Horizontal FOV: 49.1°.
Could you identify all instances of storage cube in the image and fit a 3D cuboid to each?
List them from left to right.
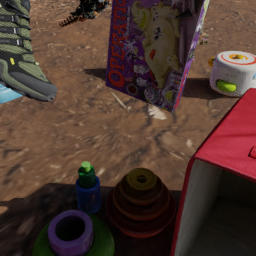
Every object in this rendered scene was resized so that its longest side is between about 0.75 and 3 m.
[{"bbox_3d":[2.310,1.201,3.933,2.475,2.896,2.603,21,34,27],"label":"storage cube"}]

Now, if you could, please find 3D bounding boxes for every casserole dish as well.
[{"bbox_3d":[-4.076,-1.407,9.732,1.120,0.359,1.850,27,42,32],"label":"casserole dish"}]

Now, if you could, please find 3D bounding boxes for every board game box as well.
[{"bbox_3d":[0.327,-1.273,3.802,1.218,2.030,0.328,27,43,21],"label":"board game box"}]

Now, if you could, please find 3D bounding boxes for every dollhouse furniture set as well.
[{"bbox_3d":[3.420,-4.790,13.835,1.087,1.152,0.751,-3,36,-5],"label":"dollhouse furniture set"}]

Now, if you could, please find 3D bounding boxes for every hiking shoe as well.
[{"bbox_3d":[-2.204,-1.747,5.159,1.417,2.815,1.066,-44,12,1],"label":"hiking shoe"}]

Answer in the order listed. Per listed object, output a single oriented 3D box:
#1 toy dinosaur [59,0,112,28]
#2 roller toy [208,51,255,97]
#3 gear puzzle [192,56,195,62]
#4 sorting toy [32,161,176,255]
[{"bbox_3d":[-1.221,-3.909,9.004,1.177,2.304,1.564,42,16,8],"label":"toy dinosaur"},{"bbox_3d":[3.738,-1.967,9.753,1.603,1.228,1.757,-3,35,-5],"label":"roller toy"},{"bbox_3d":[2.376,-3.078,12.274,1.085,0.142,0.562,4,35,5],"label":"gear puzzle"},{"bbox_3d":[-0.449,1.414,5.019,2.793,1.146,1.678,-22,41,-28],"label":"sorting toy"}]
